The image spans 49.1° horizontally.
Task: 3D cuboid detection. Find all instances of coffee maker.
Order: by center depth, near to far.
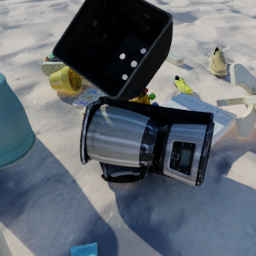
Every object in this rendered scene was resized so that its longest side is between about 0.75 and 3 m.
[{"bbox_3d":[0.662,0.109,7.308,2.983,2.009,2.865,12,37,14],"label":"coffee maker"}]

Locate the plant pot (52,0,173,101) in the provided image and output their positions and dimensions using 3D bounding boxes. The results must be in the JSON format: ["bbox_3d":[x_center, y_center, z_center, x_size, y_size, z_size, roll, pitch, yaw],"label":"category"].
[{"bbox_3d":[-0.126,-1.946,7.157,2.176,2.171,1.931,37,7,21],"label":"plant pot"}]

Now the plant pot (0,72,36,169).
[{"bbox_3d":[-3.972,-0.340,7.784,2.299,2.161,2.299,0,36,0],"label":"plant pot"}]

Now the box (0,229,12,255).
[{"bbox_3d":[-2.854,2.110,4.722,0.957,1.756,1.123,8,37,12],"label":"box"}]

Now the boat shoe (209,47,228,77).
[{"bbox_3d":[4.082,-3.084,12.714,0.776,0.825,2.167,2,36,3],"label":"boat shoe"}]

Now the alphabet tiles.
[{"bbox_3d":[-0.754,-1.045,10.456,2.302,0.172,2.354,11,37,14],"label":"alphabet tiles"}]

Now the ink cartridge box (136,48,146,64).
[{"bbox_3d":[0.562,-3.170,10.459,0.596,1.414,1.023,-4,26,10],"label":"ink cartridge box"}]

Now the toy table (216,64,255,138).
[{"bbox_3d":[3.954,-0.884,8.736,1.444,2.266,2.465,-7,-8,-12],"label":"toy table"}]

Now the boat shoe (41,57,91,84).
[{"bbox_3d":[-2.251,-2.540,11.783,2.845,1.063,0.943,7,48,25],"label":"boat shoe"}]

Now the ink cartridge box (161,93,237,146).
[{"bbox_3d":[1.970,-0.226,9.068,2.249,0.457,2.253,30,46,35],"label":"ink cartridge box"}]

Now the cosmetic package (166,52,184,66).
[{"bbox_3d":[2.219,-3.341,13.489,0.487,0.344,0.942,-19,39,-24],"label":"cosmetic package"}]

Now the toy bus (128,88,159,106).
[{"bbox_3d":[0.302,-0.879,8.560,0.607,1.109,1.175,-32,80,-18],"label":"toy bus"}]

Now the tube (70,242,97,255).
[{"bbox_3d":[-0.731,2.726,5.130,0.547,0.356,1.412,-2,31,-16],"label":"tube"}]

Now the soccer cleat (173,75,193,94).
[{"bbox_3d":[2.173,-1.737,11.153,0.365,0.472,1.129,-16,39,-20],"label":"soccer cleat"}]

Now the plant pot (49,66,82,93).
[{"bbox_3d":[-2.477,-1.854,10.943,0.985,1.047,1.047,-3,33,21],"label":"plant pot"}]

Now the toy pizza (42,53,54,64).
[{"bbox_3d":[-3.043,-3.271,13.386,2.143,0.339,2.143,0,36,0],"label":"toy pizza"}]
